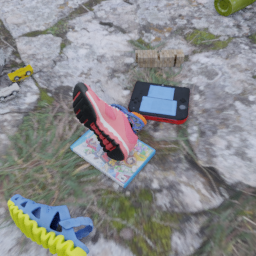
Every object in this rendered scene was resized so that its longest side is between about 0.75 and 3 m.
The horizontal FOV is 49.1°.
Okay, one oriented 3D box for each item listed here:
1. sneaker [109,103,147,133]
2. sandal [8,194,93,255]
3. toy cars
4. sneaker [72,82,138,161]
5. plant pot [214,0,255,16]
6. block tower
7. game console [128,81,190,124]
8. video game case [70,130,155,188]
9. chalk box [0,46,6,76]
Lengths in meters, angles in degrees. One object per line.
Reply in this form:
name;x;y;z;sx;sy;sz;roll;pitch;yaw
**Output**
sneaker;-0.176;-0.309;8.816;1.497;0.564;0.587;22;65;23
sandal;-1.761;2.233;6.577;2.373;0.943;1.033;29;49;13
toy cars;-3.983;-1.528;9.895;0.838;0.414;1.870;10;55;16
sneaker;-0.614;-0.265;7.764;1.043;0.887;2.406;-38;96;-41
plant pot;4.870;-6.039;12.935;1.572;1.632;1.632;-43;62;-15
block tower;1.194;-2.665;10.738;1.819;0.491;0.526;-1;50;0
game console;1.071;-0.919;9.449;1.959;0.304;1.733;10;52;7
video game case;-0.446;0.645;8.249;2.062;0.184;1.476;31;58;23
chalk box;-5.374;-2.231;9.848;1.324;1.330;2.138;-2;49;-2
